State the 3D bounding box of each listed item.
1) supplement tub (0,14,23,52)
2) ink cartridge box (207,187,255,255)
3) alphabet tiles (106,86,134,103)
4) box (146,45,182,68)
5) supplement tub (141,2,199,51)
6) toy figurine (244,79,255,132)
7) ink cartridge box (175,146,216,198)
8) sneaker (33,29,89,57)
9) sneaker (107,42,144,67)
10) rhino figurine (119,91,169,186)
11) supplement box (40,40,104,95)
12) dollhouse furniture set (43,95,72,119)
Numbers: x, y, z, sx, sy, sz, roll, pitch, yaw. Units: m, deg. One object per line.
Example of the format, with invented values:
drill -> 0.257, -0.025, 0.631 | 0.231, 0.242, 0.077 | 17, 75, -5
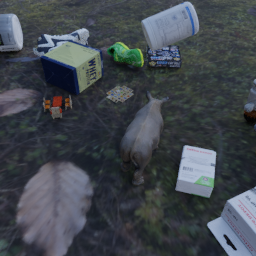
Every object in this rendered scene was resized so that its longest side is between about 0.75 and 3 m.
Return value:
supplement tub -> -5.779, -3.891, 11.620 | 2.442, 1.496, 1.496 | -6, 44, -6
ink cartridge box -> 2.902, 1.960, 5.989 | 2.052, 0.684, 1.188 | -19, 46, -19
alphabet tiles -> -0.281, -1.196, 9.828 | 0.772, 0.029, 0.927 | 31, 51, 28
box -> 1.450, -2.961, 11.478 | 1.395, 0.347, 1.385 | 2, 44, 1
supplement tub -> 1.395, -3.376, 9.346 | 1.668, 1.101, 1.101 | -21, 44, 4
toy figurine -> 4.566, -0.285, 7.777 | 2.421, 1.711, 2.459 | -6, 45, 2
ink cartridge box -> 1.724, 1.074, 7.073 | 0.842, 0.486, 1.157 | 11, 44, 12
sneaker -> -2.851, -3.546, 11.591 | 1.642, 1.007, 2.523 | 25, 58, 13
sneaker -> -0.115, -2.819, 11.119 | 0.828, 0.734, 1.982 | -30, 42, -25
rhino figurine -> 0.514, -0.001, 7.625 | 0.889, 1.299, 2.972 | 14, 45, 13
supplement box -> -1.977, -2.238, 10.181 | 1.573, 1.056, 1.571 | 24, 48, 24
dollhouse furniture set -> -2.287, -0.746, 9.031 | 0.892, 0.459, 0.882 | -6, 44, -6
